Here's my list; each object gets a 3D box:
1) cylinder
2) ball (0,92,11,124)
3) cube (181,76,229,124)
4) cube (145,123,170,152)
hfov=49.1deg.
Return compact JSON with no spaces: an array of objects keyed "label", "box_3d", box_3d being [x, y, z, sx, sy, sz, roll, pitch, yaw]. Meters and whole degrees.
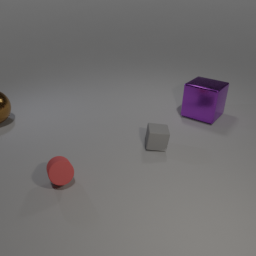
[{"label":"cylinder","box_3d":[-1.931,1.200,7.952,0.700,0.700,0.700,-11,9,-19]},{"label":"ball","box_3d":[-5.325,-0.806,10.953,1.400,1.400,1.400,0,30,0]},{"label":"cube","box_3d":[3.177,-1.195,11.605,1.400,1.400,1.400,19,32,30]},{"label":"cube","box_3d":[1.001,0.310,9.674,0.700,0.700,0.700,6,30,-4]}]
